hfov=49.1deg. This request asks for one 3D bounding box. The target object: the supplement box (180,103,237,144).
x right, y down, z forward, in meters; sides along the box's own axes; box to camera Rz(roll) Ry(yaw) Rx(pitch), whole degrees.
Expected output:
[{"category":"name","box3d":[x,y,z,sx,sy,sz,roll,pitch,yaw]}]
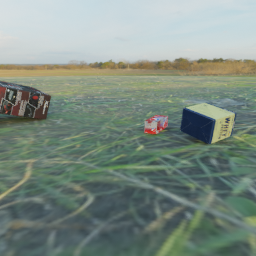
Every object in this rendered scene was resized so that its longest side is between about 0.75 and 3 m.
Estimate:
[{"category":"supplement box","box3d":[1.959,-0.145,6.874,0.925,0.622,0.926,-15,30,-36]}]

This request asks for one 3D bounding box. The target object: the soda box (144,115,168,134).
[{"category":"soda box","box3d":[0.813,-0.116,8.009,0.382,0.346,1.092,5,13,23]}]

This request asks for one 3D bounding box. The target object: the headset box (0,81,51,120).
[{"category":"headset box","box3d":[-4.045,-1.019,9.227,2.362,0.886,1.756,7,11,-42]}]
